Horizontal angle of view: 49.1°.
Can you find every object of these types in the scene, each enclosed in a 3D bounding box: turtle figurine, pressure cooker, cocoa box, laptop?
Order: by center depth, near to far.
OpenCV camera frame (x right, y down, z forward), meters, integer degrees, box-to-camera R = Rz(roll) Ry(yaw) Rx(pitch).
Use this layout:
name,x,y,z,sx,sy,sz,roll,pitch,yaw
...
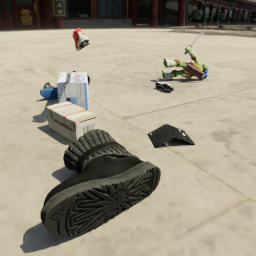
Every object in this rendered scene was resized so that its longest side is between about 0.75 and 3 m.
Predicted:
name,x,y,z,sx,sy,sz,roll,pitch,yaw
laptop,1.432,0.358,9.371,1.213,0.626,1.075,20,19,-19
cocoa box,-2.374,-1.650,12.334,1.226,1.246,1.868,-3,25,-7
pressure cooker,-2.539,-2.599,14.891,0.891,0.877,0.997,-9,29,-27
turtle figurine,3.258,-3.849,16.453,2.602,2.683,1.931,-9,-7,-9

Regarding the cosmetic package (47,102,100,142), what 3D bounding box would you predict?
name,x,y,z,sx,sy,sz,roll,pitch,yaw
cosmetic package,-1.922,-0.229,9.730,0.980,0.827,1.896,-22,33,-40

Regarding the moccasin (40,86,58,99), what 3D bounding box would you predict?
name,x,y,z,sx,sy,sz,roll,pitch,yaw
moccasin,-3.481,-1.686,13.330,1.522,0.612,0.519,-3,33,-39

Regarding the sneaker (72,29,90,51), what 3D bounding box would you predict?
name,x,y,z,sx,sy,sz,roll,pitch,yaw
sneaker,-1.709,-3.198,9.993,0.577,0.636,1.497,-33,10,-9

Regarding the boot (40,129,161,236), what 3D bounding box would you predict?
name,x,y,z,sx,sy,sz,roll,pitch,yaw
boot,-0.983,1.048,6.444,3.048,1.147,2.279,-9,31,-44

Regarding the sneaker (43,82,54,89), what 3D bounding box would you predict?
name,x,y,z,sx,sy,sz,roll,pitch,yaw
sneaker,-3.883,-2.112,14.253,0.879,0.508,0.333,-14,28,-28

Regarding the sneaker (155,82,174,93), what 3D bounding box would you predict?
name,x,y,z,sx,sy,sz,roll,pitch,yaw
sneaker,1.971,-2.161,14.437,0.503,0.463,1.257,-13,28,-31
